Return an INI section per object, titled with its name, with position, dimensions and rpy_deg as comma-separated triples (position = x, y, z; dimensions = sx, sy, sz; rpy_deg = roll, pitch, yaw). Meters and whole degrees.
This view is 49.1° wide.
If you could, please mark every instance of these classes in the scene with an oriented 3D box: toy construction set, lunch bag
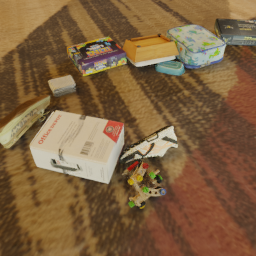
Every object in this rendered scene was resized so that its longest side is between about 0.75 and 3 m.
[toy construction set]
position = 0.246, 1.557, 7.722
dimensions = 1.039, 1.128, 1.352
rpy_deg = -36, 33, -16
[lunch bag]
position = 3.127, -3.855, 13.053
dimensions = 2.058, 1.055, 2.560
rpy_deg = -19, 47, -17

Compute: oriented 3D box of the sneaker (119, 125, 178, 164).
[sneaker]
position = 0.669, 0.674, 8.684
dimensions = 1.997, 0.799, 0.736
rpy_deg = -27, 6, -5

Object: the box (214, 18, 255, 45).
[box]
position = 5.815, -5.000, 14.542
dimensions = 2.370, 0.605, 1.869
rpy_deg = 4, 46, 4

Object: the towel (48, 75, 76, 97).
[towel]
position = -2.646, -1.705, 11.336
dimensions = 0.986, 0.422, 0.816
rpy_deg = -19, 46, -16

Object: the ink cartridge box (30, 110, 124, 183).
[ink cartridge box]
position = -1.473, 0.521, 8.631
dimensions = 2.373, 0.983, 1.742
rpy_deg = 11, 46, 11

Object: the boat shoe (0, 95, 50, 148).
[boat shoe]
position = -3.587, -0.328, 9.784
dimensions = 0.918, 0.785, 2.505
rpy_deg = -1, 35, 38

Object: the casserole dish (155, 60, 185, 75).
[casserole dish]
position = 1.879, -2.738, 12.493
dimensions = 1.367, 0.265, 0.828
rpy_deg = 15, 46, 14

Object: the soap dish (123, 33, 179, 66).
[soap dish]
position = 0.984, -3.597, 12.746
dimensions = 2.149, 0.873, 1.691
rpy_deg = -14, 35, -15

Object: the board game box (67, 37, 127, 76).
[board game box]
position = -1.441, -3.343, 12.849
dimensions = 2.192, 0.622, 1.812
rpy_deg = -22, 47, -21
